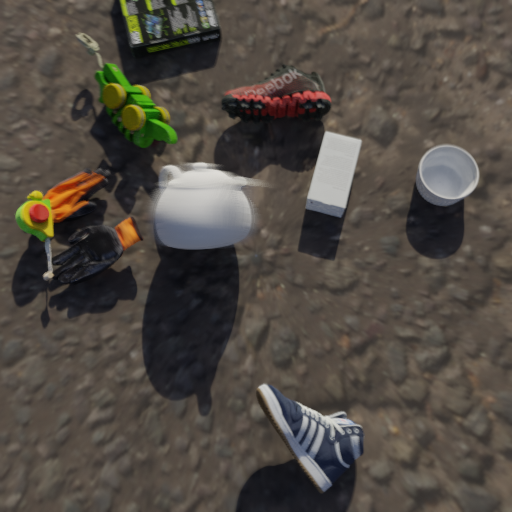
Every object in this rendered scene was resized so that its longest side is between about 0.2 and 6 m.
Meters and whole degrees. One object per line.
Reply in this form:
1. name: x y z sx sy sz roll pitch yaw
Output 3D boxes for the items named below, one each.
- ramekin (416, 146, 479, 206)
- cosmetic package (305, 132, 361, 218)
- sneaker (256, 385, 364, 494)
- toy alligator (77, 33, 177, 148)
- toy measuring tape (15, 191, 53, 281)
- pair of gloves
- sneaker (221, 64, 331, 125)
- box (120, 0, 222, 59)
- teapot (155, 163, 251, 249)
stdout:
1. ramekin: 3.315 -1.369 9.881 1.025 0.538 1.025 0 74 -1
2. cosmetic package: 1.368 -1.438 9.925 0.683 0.480 1.347 15 74 5
3. sneaker: 0.868 2.497 8.414 1.087 0.703 2.004 -34 107 -9
4. toy alligator: -2.502 -2.842 10.228 2.832 0.840 0.768 48 120 12
5. toy measuring tape: -3.701 -0.365 9.341 0.575 0.575 1.562 -8 74 -2
6. pair of gloves: -2.995 -0.533 9.661 1.721 0.239 1.931 -33 70 1
7. sneaker: 0.342 -2.981 10.256 2.008 0.710 0.981 -4 74 -3
8. box: -1.738 -4.898 10.962 1.769 0.435 1.832 -15 75 -2
9. teapot: -0.900 -0.888 9.096 1.691 1.669 1.235 -3 107 5
